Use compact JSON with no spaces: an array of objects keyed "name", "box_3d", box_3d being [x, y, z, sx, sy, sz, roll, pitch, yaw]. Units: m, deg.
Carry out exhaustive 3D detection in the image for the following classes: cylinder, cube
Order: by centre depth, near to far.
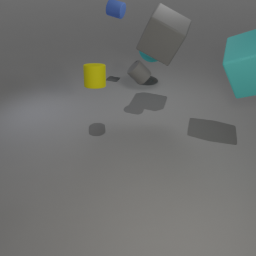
[{"name":"cube","box_3d":[3.776,-1.943,8.313,1.400,1.400,1.400,-9,43,35]},{"name":"cylinder","box_3d":[-1.060,-1.663,8.919,0.700,0.700,0.700,0,21,0]},{"name":"cube","box_3d":[1.345,-3.500,10.506,1.400,1.400,1.400,28,46,-3]},{"name":"cylinder","box_3d":[0.444,-2.189,11.056,0.700,0.700,0.700,-39,26,24]},{"name":"cylinder","box_3d":[-0.542,-5.342,12.575,0.700,0.700,0.700,21,36,12]}]

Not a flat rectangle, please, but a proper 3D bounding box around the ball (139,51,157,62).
[{"name":"ball","box_3d":[1.246,-4.077,14.309,1.400,1.400,1.400,0,31,0]}]
